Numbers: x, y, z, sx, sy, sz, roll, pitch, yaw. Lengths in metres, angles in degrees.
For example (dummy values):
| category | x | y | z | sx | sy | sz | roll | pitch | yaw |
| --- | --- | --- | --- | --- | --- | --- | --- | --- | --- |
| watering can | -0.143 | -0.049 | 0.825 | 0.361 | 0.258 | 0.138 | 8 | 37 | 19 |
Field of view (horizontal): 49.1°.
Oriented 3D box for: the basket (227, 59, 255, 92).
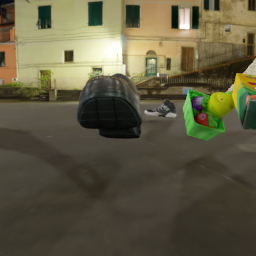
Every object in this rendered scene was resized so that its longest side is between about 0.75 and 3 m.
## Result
| category | x | y | z | sx | sy | sz | roll | pitch | yaw |
| --- | --- | --- | --- | --- | --- | --- | --- | --- | --- |
| basket | 3.900 | -1.025 | 8.069 | 1.539 | 1.525 | 1.237 | 45 | 17 | 26 |

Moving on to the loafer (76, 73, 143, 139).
| category | x | y | z | sx | sy | sz | roll | pitch | yaw |
| --- | --- | --- | --- | --- | --- | --- | --- | --- | --- |
| loafer | -0.229 | -0.415 | 4.363 | 0.933 | 0.926 | 2.562 | 1 | -8 | 1 |

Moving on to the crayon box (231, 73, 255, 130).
| category | x | y | z | sx | sy | sz | roll | pitch | yaw |
| --- | --- | --- | --- | --- | --- | --- | --- | --- | --- |
| crayon box | 2.176 | -0.439 | 4.148 | 1.096 | 0.439 | 1.727 | 7 | 24 | 11 |

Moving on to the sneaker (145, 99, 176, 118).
| category | x | y | z | sx | sy | sz | roll | pitch | yaw |
| --- | --- | --- | --- | --- | --- | --- | --- | --- | --- |
| sneaker | 1.416 | -0.865 | 12.020 | 1.355 | 0.771 | 0.511 | 6 | -2 | 5 |

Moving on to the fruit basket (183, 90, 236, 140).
| category | x | y | z | sx | sy | sz | roll | pitch | yaw |
| --- | --- | --- | --- | --- | --- | --- | --- | --- | --- |
| fruit basket | 1.613 | -0.384 | 5.529 | 0.786 | 1.089 | 1.089 | 15 | 3 | -14 |
